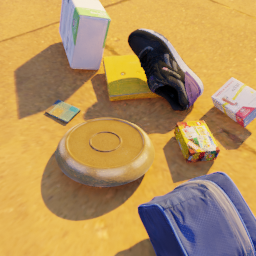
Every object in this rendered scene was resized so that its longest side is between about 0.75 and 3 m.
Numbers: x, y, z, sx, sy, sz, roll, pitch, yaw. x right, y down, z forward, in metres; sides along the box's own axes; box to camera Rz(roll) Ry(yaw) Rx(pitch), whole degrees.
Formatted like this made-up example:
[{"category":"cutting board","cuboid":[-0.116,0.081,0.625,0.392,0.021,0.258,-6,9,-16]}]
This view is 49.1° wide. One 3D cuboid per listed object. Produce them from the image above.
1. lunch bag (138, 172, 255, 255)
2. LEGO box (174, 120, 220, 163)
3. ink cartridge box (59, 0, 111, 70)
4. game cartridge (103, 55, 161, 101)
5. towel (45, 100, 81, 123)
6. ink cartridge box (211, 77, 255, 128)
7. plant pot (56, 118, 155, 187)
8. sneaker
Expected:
[{"category":"lunch bag","cuboid":[1.290,1.835,5.255,1.554,2.350,1.596,-22,80,-15]},{"category":"LEGO box","cuboid":[1.881,0.361,7.764,0.855,0.443,1.148,-5,45,-11]},{"category":"ink cartridge box","cuboid":[-1.722,-3.778,10.444,1.155,2.000,2.749,-2,45,-24]},{"category":"game cartridge","cuboid":[0.341,-1.816,9.798,2.251,0.365,1.984,-5,53,-9]},{"category":"towel","cuboid":[-2.062,-0.535,8.882,0.947,0.103,0.695,23,51,22]},{"category":"ink cartridge box","cuboid":[3.347,-0.799,8.498,0.947,0.544,1.305,-43,51,-1]},{"category":"plant pot","cuboid":[-0.590,0.455,7.470,2.646,0.364,2.646,2,37,-2]},{"category":"sneaker","cuboid":[0.981,-1.813,8.677,3.000,1.136,1.313,44,54,2]}]
